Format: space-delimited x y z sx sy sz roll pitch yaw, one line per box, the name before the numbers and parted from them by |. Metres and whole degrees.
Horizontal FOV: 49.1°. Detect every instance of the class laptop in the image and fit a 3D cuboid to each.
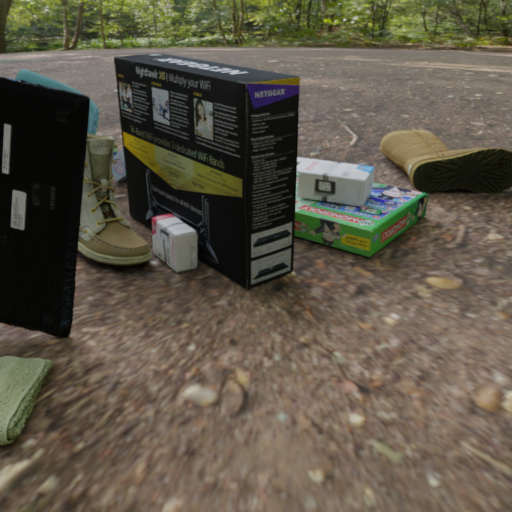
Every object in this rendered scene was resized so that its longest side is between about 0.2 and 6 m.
laptop | -4.004 -1.081 8.039 3.790 3.359 1.957 13 22 2

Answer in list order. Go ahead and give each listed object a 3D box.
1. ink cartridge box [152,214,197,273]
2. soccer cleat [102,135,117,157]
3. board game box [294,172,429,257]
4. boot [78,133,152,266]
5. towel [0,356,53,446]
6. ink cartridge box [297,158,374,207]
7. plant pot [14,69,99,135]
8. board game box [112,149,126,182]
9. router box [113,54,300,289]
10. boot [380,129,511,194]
ink cartridge box | -1.436 -0.227 9.810 0.422 0.725 0.995 -14 29 -33
soccer cleat | -4.244 -3.073 15.725 0.590 0.763 1.824 -10 27 -21
board game box | 1.256 -1.136 11.893 3.914 0.570 2.634 18 32 33
boot | -2.751 -1.074 9.976 2.588 2.002 0.933 27 25 35
towel | -3.081 1.625 6.474 1.090 0.268 1.469 -2 26 -1
ink cartridge box | 1.458 -1.525 11.387 1.689 0.563 0.978 11 28 19
plant pot | -5.268 -3.391 14.697 1.975 2.461 2.461 12 23 -13
board game box | -1.825 -2.998 14.065 2.891 0.596 2.898 -24 4 44
router box | -1.018 -1.726 10.009 1.084 3.262 4.149 -19 32 -34
boot | 4.911 -2.623 14.482 2.824 1.067 3.225 0 25 0
